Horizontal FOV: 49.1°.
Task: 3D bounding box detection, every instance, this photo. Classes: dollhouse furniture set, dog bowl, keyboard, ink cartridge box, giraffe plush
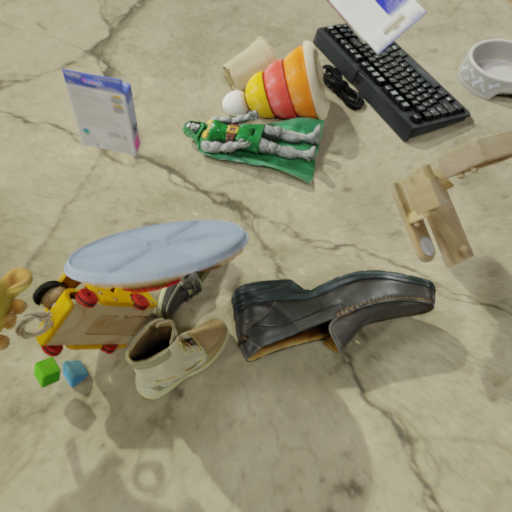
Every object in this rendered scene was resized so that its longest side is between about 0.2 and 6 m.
[{"bbox_3d":[2.782,-0.633,7.231,1.591,1.673,1.363,-18,86,-37],"label":"dollhouse furniture set"},{"bbox_3d":[5.634,-4.269,12.812,1.889,0.554,1.889,0,52,0],"label":"dog bowl"},{"bbox_3d":[2.745,-4.135,12.751,2.447,0.523,4.075,-20,55,-14],"label":"keyboard"},{"bbox_3d":[1.573,-3.717,8.038,0.845,0.331,1.785,-39,68,15],"label":"ink cartridge box"},{"bbox_3d":[-3.489,0.518,6.073,1.643,2.027,1.749,19,99,13],"label":"giraffe plush"},{"bbox_3d":[-2.484,-2.379,9.139,0.993,1.663,0.349,12,60,4],"label":"ink cartridge box"}]

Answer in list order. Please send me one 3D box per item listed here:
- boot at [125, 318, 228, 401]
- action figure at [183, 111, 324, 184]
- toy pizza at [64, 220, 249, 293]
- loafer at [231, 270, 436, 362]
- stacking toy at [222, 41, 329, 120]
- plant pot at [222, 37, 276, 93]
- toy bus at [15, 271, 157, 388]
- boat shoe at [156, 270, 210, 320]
[{"bbox_3d":[-1.102,1.278,8.201,1.691,1.308,0.609,-36,61,-24],"label":"boot"},{"bbox_3d":[-0.143,-2.377,11.327,2.818,0.771,1.664,8,57,10],"label":"action figure"},{"bbox_3d":[-1.241,0.010,7.199,2.344,0.371,2.344,-7,17,2],"label":"toy pizza"},{"bbox_3d":[1.216,0.984,8.635,3.163,1.151,1.143,-8,60,6],"label":"loafer"},{"bbox_3d":[0.341,-3.489,11.896,2.230,1.630,1.630,-10,52,13],"label":"stacking toy"},{"bbox_3d":[-0.151,-4.120,12.482,1.016,1.110,1.110,-29,58,-6],"label":"plant pot"},{"bbox_3d":[-2.543,0.716,8.168,2.013,2.133,1.102,-30,59,-27],"label":"toy bus"},{"bbox_3d":[-1.118,0.423,9.310,0.518,0.563,1.576,14,50,16],"label":"boat shoe"}]
